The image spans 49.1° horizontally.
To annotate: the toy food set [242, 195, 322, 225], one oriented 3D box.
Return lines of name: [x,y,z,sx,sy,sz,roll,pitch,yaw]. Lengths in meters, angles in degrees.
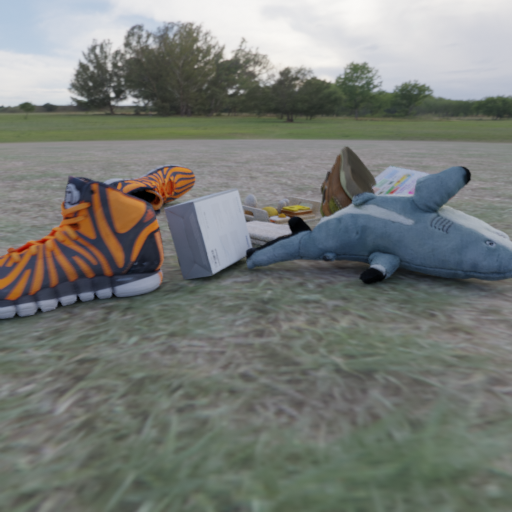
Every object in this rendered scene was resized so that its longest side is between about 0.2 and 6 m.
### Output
toy food set: [0.581,-1.292,14.698,2.221,0.671,1.594,-12,19,-38]

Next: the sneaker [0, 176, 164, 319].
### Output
sneaker: [-3.060,-0.242,8.407,3.365,1.885,1.305,-11,19,-32]

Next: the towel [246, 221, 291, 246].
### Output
towel: [0.154,-0.513,12.538,1.711,0.295,1.134,12,18,38]

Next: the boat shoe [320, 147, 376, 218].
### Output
boat shoe: [1.855,-1.502,11.996,1.036,1.097,3.048,-41,6,23]

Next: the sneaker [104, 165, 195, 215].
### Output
sneaker: [-2.797,-1.755,15.964,3.058,1.186,1.713,-22,29,-31]

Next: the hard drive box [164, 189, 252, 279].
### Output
hard drive box: [-0.802,-0.435,10.138,0.640,1.300,1.667,-10,9,27]

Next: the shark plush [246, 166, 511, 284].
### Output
shark plush: [2.100,-0.311,9.735,4.503,2.046,1.876,4,46,-1]

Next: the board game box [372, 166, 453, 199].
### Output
board game box: [3.083,-1.207,12.855,1.866,0.492,2.439,-38,21,-3]
